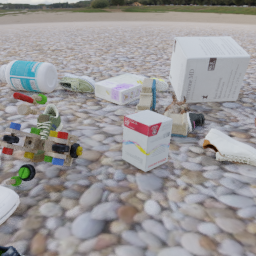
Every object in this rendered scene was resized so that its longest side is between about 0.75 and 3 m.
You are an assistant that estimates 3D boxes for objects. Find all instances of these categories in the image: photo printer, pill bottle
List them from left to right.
[{"bbox_3d":[-3.562,1.881,6.717,1.620,0.563,1.348,11,28,21],"label":"photo printer"},{"bbox_3d":[-5.326,-2.768,14.880,2.818,1.561,1.561,8,28,13],"label":"pill bottle"}]

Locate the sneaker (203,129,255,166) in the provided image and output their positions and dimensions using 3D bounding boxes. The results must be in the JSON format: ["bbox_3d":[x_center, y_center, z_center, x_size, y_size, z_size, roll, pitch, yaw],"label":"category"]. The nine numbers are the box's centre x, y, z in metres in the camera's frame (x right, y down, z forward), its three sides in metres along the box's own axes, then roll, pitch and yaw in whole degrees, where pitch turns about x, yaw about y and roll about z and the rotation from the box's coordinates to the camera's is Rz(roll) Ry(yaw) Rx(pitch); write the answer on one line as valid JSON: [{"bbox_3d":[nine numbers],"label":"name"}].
[{"bbox_3d":[3.332,0.863,8.878,2.061,0.750,0.872,31,75,32],"label":"sneaker"}]

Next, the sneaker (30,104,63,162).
[{"bbox_3d":[-2.903,0.037,9.645,0.804,1.077,2.399,0,32,5],"label":"sneaker"}]

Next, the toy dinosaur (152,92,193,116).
[{"bbox_3d":[1.767,-0.667,11.640,2.115,1.433,0.908,-3,61,-57],"label":"toy dinosaur"}]

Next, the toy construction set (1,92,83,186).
[{"bbox_3d":[-2.417,0.238,8.311,2.051,2.460,1.890,-17,-9,13],"label":"toy construction set"}]

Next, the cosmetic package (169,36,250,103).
[{"bbox_3d":[3.788,-2.890,13.717,2.948,2.430,2.432,-4,40,-5],"label":"cosmetic package"}]

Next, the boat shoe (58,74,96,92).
[{"bbox_3d":[-2.646,-2.254,14.885,2.575,0.927,0.799,17,54,38],"label":"boat shoe"}]

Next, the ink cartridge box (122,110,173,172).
[{"bbox_3d":[0.569,0.363,8.652,1.094,1.505,1.089,-16,29,-41],"label":"ink cartridge box"}]

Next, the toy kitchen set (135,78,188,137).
[{"bbox_3d":[1.444,-0.648,11.360,2.005,1.474,2.502,6,47,10],"label":"toy kitchen set"}]

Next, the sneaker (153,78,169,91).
[{"bbox_3d":[1.655,-2.500,15.388,1.726,0.654,0.907,21,33,37],"label":"sneaker"}]

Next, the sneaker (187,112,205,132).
[{"bbox_3d":[2.685,-0.271,11.059,0.731,0.521,1.475,0,22,11],"label":"sneaker"}]

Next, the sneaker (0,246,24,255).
[{"bbox_3d":[-2.174,2.582,5.373,1.276,0.517,0.472,7,27,14],"label":"sneaker"}]

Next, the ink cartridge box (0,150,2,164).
[{"bbox_3d":[-4.561,1.072,8.705,1.130,0.246,0.980,-6,26,-11],"label":"ink cartridge box"}]

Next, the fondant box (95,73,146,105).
[{"bbox_3d":[-0.142,-2.064,14.393,1.869,0.754,2.590,22,35,36],"label":"fondant box"}]

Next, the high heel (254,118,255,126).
[{"bbox_3d":[4.710,0.114,10.019,1.092,0.766,2.272,32,25,32],"label":"high heel"}]
